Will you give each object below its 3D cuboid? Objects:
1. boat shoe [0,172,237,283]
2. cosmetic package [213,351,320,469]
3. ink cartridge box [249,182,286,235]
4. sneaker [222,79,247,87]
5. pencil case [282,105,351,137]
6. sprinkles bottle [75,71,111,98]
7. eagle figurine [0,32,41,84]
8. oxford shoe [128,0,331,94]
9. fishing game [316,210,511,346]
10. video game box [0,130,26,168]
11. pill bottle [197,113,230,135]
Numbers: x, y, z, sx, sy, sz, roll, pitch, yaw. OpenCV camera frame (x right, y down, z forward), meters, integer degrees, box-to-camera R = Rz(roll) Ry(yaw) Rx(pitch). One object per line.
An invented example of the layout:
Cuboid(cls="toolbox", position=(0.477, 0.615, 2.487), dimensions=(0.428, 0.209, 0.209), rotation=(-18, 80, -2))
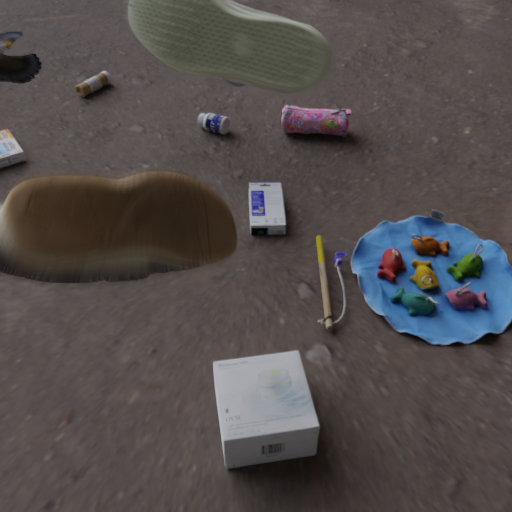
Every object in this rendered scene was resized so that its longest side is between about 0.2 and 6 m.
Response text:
Cuboid(cls="boat shoe", position=(-1.304, -0.237, 5.558), dimensions=(0.897, 0.996, 2.769), rotation=(-21, -8, 36))
Cuboid(cls="cosmetic package", position=(0.093, 1.890, 7.012), dimensions=(1.139, 0.703, 1.143), rotation=(-7, 42, -7))
Cuboid(cls="ink cartridge box", position=(0.189, -0.887, 10.278), dimensions=(0.639, 0.252, 1.284), rotation=(-1, 45, -1))
Cuboid(cls="sneaker", position=(-0.688, -3.865, 10.866), dimensions=(0.815, 0.894, 2.180), rotation=(-34, 57, -7))
Cuboid(cls="pencil case", position=(1.297, -2.948, 12.184), dimensions=(1.483, 0.648, 0.648), rotation=(5, 44, 6))
Cuboid(cls="sprinkles bottle", position=(-3.985, -4.214, 13.737), dimensions=(0.320, 0.320, 0.937), rotation=(25, 49, 24))
Cuboid(cls="eagle figurine", position=(-3.820, -2.994, 8.312), dimensions=(0.769, 0.773, 1.019), rotation=(15, 17, 16))
Cuboid(cls="oxford shoe", position=(-0.297, -2.307, 5.981), dimensions=(2.447, 0.920, 0.707), rotation=(23, 20, 17))
Cuboid(cls="fishing game", position=(2.882, 0.189, 8.925), dimensions=(3.831, 0.596, 2.743), rotation=(3, 46, 3))
Cuboid(cls="video game box", position=(-5.460, -2.167, 11.630), dimensions=(0.996, 0.256, 1.094), rotation=(-24, 48, -27))
Cuboid(cls="pill bottle", position=(-0.942, -2.928, 12.335), dimensions=(0.646, 0.387, 0.387), rotation=(18, 46, 20))
